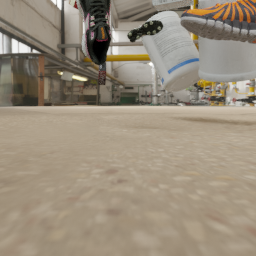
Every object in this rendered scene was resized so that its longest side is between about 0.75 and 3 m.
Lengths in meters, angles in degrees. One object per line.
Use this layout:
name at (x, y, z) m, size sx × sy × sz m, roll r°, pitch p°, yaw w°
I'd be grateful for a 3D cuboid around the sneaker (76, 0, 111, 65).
sneaker at (-0.719, -2.630, 7.085) m, size 0.900 × 2.240 × 0.967 m, roll -15°, pitch 44°, yaw -14°

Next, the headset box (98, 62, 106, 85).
headset box at (-1.041, -2.245, 11.368) m, size 0.304 × 0.811 × 0.603 m, roll 2°, pitch 49°, yaw -7°

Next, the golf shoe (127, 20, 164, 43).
golf shoe at (0.402, -2.370, 6.718) m, size 0.894 × 0.345 × 0.394 m, roll -16°, pitch 29°, yaw 13°

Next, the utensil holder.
utensil holder at (3.252, -2.896, 8.844) m, size 2.056 × 2.419 × 2.056 m, roll -6°, pitch 25°, yaw 3°

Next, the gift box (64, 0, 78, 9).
gift box at (-1.172, -3.748, 8.057) m, size 1.041 × 1.128 × 1.053 m, roll 19°, pitch 23°, yaw -29°

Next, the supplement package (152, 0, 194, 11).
supplement package at (1.362, -4.153, 8.487) m, size 1.168 × 0.859 × 1.117 m, roll -4°, pitch 13°, yaw 15°

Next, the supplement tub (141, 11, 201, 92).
supplement tub at (1.796, -3.039, 11.340) m, size 1.832 × 2.777 × 1.832 m, roll -20°, pitch -15°, yaw -6°

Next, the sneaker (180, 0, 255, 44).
sneaker at (2.479, -2.824, 6.612) m, size 2.417 × 1.354 × 0.937 m, roll 7°, pitch 3°, yaw -4°
